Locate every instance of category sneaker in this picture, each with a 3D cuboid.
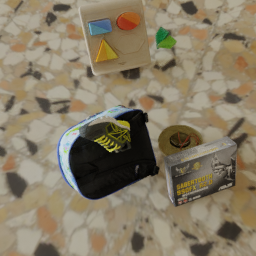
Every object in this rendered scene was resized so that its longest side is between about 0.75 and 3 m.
[{"bbox_3d":[-0.337,0.159,5.380,0.545,1.464,0.620,-25,75,30],"label":"sneaker"}]

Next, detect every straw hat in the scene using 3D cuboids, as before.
[{"bbox_3d":[1.472,0.294,7.853,1.220,1.220,0.516,13,31,6],"label":"straw hat"}]

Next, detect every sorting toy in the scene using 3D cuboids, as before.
[{"bbox_3d":[0.104,-3.031,8.971,2.955,0.435,2.184,-15,107,-9],"label":"sorting toy"}]

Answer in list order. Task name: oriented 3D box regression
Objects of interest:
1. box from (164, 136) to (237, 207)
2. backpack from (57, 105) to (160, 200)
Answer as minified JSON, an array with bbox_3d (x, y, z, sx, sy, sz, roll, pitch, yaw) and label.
[{"bbox_3d":[1.850,1.112,7.078,1.770,1.402,0.428,-16,33,-9],"label":"box"},{"bbox_3d":[-0.614,0.609,6.884,2.160,1.976,1.587,-25,21,-29],"label":"backpack"}]
